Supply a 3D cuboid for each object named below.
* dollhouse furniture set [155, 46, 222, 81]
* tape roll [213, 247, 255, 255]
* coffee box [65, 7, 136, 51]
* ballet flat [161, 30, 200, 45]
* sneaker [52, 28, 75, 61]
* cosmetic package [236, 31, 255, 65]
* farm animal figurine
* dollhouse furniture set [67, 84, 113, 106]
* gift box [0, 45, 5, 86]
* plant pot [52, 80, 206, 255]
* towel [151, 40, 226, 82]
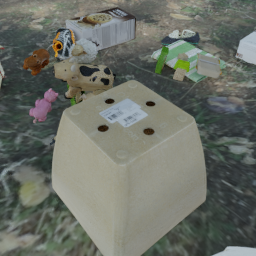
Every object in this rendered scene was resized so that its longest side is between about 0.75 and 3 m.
[{"bbox_3d":[2.322,-2.314,10.805,2.384,0.920,1.192,14,43,-1],"label":"dollhouse furniture set"},{"bbox_3d":[1.606,3.094,3.649,2.514,1.726,2.514,-2,51,3],"label":"tape roll"},{"bbox_3d":[-1.184,-4.486,12.776,2.786,1.112,1.574,-26,48,-26],"label":"coffee box"},{"bbox_3d":[2.410,-4.191,12.829,1.791,0.654,0.654,-2,42,-2],"label":"ballet flat"},{"bbox_3d":[-2.704,-3.505,11.570,0.865,0.876,2.239,6,42,-34],"label":"sneaker"},{"bbox_3d":[5.774,-3.582,11.984,1.178,0.858,2.317,32,50,31],"label":"cosmetic package"},{"bbox_3d":[-1.498,-1.259,8.123,2.896,1.527,2.928,-24,86,-41],"label":"farm animal figurine"},{"bbox_3d":[-0.686,-0.805,8.824,2.461,0.950,1.230,23,47,23],"label":"dollhouse furniture set"},{"bbox_3d":[-5.232,-1.975,9.527,2.068,1.908,1.931,-5,51,-10],"label":"gift box"},{"bbox_3d":[0.005,0.660,6.082,2.783,2.467,2.787,-29,50,-28],"label":"plant pot"},{"bbox_3d":[2.465,-2.810,11.558,1.949,0.299,2.555,-30,52,-27],"label":"towel"}]
